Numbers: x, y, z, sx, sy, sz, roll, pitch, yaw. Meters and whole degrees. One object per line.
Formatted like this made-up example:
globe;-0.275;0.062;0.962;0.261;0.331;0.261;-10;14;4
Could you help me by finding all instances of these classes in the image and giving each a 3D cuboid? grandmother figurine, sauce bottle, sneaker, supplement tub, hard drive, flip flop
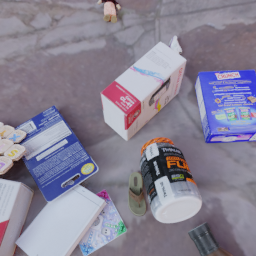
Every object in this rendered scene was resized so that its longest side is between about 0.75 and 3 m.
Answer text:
grandmother figurine;-0.730;-4.704;10.705;0.891;0.445;1.469;12;59;-25
sauce bottle;2.359;3.634;6.562;0.904;0.904;2.795;-26;69;-11
sneaker;1.682;-2.831;9.911;0.468;0.352;0.940;14;68;-10
supplement tub;0.979;1.237;7.028;1.198;1.198;1.955;-11;45;-5
hard drive;-1.701;2.434;7.196;1.367;0.277;2.073;24;63;29
flip flop;0.245;1.791;7.716;0.500;0.355;1.234;-1;65;0

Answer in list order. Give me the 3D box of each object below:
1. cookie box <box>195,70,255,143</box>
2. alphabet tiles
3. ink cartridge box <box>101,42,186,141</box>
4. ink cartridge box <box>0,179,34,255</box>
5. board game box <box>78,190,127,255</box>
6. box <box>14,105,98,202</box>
cookie box;3.157;-0.682;8.603;1.833;0.805;2.143;-3;65;-1
alphabet tiles;-3.885;0.533;7.560;2.111;0.154;2.065;20;43;16
ink cartridge box;0.453;-1.030;8.213;2.452;1.810;1.050;-42;71;-16
ink cartridge box;-4.138;2.216;7.085;2.737;1.133;1.995;9;66;4
board game box;-0.879;2.492;7.499;1.287;0.166;1.287;-27;68;-12
box;-2.149;0.704;8.048;1.622;0.434;2.677;-32;61;-14
